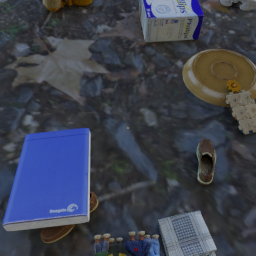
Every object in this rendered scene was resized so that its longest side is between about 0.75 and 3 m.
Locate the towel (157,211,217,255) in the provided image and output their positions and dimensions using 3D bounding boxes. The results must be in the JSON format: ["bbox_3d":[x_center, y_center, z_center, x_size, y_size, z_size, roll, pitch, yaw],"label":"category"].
[{"bbox_3d":[1.378,2.596,6.568,1.150,0.206,1.194,-8,52,-9],"label":"towel"}]

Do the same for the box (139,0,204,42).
[{"bbox_3d":[1.639,-4.505,11.098,2.170,1.139,1.996,-4,55,-4],"label":"box"}]

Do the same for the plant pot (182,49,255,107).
[{"bbox_3d":[3.297,-1.893,9.723,2.740,0.377,2.740,0,55,0],"label":"plant pot"}]

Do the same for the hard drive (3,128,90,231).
[{"bbox_3d":[-1.914,1.144,7.171,1.852,0.356,2.808,-6,43,-1],"label":"hard drive"}]

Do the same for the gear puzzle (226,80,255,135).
[{"bbox_3d":[3.519,-0.680,8.731,0.998,0.252,1.927,-11,68,-17],"label":"gear puzzle"}]

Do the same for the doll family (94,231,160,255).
[{"bbox_3d":[0.072,2.920,6.101,1.880,0.738,1.087,-4,50,-7],"label":"doll family"}]

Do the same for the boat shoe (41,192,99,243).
[{"bbox_3d":[-1.432,2.089,6.777,1.608,0.543,0.579,-36,62,-22],"label":"boat shoe"}]

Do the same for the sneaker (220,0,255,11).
[{"bbox_3d":[4.938,-5.715,12.281,1.598,0.603,0.909,18,59,15],"label":"sneaker"}]

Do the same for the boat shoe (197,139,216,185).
[{"bbox_3d":[2.180,0.818,7.654,0.527,0.528,1.428,4,52,7],"label":"boat shoe"}]

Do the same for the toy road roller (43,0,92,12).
[{"bbox_3d":[-2.469,-5.859,11.992,1.595,1.343,2.185,32,60,7],"label":"toy road roller"}]
